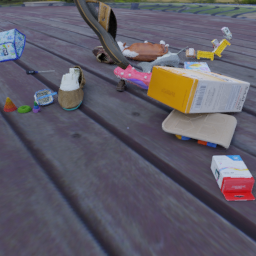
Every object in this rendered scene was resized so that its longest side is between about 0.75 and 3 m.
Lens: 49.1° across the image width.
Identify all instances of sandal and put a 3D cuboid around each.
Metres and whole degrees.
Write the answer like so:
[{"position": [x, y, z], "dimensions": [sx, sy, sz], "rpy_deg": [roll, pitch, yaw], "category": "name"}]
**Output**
[{"position": [-0.606, -2.811, 7.556], "dimensions": [0.724, 2.654, 1.085], "rpy_deg": [-34, -11, 17], "category": "sandal"}]

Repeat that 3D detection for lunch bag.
[{"position": [-3.017, -2.065, 7.138], "dimensions": [0.643, 0.757, 0.482], "rpy_deg": [-4, -11, 21], "category": "lunch bag"}]

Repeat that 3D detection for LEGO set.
[{"position": [4.375, -4.275, 15.209], "dimensions": [2.662, 1.224, 0.991], "rpy_deg": [-30, 14, 3], "category": "LEGO set"}]

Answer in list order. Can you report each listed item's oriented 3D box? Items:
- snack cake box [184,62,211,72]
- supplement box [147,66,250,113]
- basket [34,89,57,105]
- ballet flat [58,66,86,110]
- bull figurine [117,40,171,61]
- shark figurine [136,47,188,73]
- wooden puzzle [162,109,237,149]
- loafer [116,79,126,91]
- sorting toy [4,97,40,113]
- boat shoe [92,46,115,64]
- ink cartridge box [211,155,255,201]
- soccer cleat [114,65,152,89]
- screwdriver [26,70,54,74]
[{"position": [2.963, -2.313, 12.020], "dimensions": [0.988, 0.577, 1.718], "rpy_deg": [1, 29, 5], "category": "snack cake box"}, {"position": [2.275, -1.242, 8.972], "dimensions": [2.800, 1.029, 1.764], "rpy_deg": [-4, 25, -38], "category": "supplement box"}, {"position": [-2.895, -1.087, 9.800], "dimensions": [0.669, 0.528, 0.759], "rpy_deg": [-22, 5, -33], "category": "basket"}, {"position": [-2.057, -1.663, 10.428], "dimensions": [0.938, 1.001, 2.766], "rpy_deg": [1, 29, 1], "category": "ballet flat"}, {"position": [0.838, -4.105, 14.823], "dimensions": [2.961, 0.964, 1.798], "rpy_deg": [17, 35, 28], "category": "bull figurine"}, {"position": [1.809, -2.709, 12.397], "dimensions": [1.736, 1.213, 2.906], "rpy_deg": [-21, 4, 39], "category": "shark figurine"}, {"position": [2.096, -0.034, 8.159], "dimensions": [1.855, 0.430, 1.718], "rpy_deg": [18, 34, 20], "category": "wooden puzzle"}, {"position": [-0.294, -1.753, 11.279], "dimensions": [0.335, 0.325, 0.917], "rpy_deg": [2, 29, 4], "category": "loafer"}, {"position": [-3.607, -0.796, 9.451], "dimensions": [1.303, 0.449, 0.452], "rpy_deg": [4, 29, 9], "category": "sorting toy"}, {"position": [-1.338, -3.746, 14.521], "dimensions": [0.697, 0.699, 1.938], "rpy_deg": [-22, 42, -37], "category": "boat shoe"}, {"position": [2.311, 1.073, 6.168], "dimensions": [0.646, 0.374, 1.111], "rpy_deg": [-1, 30, -2], "category": "ink cartridge box"}, {"position": [0.357, -1.937, 11.144], "dimensions": [2.146, 0.821, 0.716], "rpy_deg": [18, 56, 30], "category": "soccer cleat"}, {"position": [-4.042, -2.583, 12.937], "dimensions": [1.298, 0.181, 0.189], "rpy_deg": [-1, 60, -3], "category": "screwdriver"}]
